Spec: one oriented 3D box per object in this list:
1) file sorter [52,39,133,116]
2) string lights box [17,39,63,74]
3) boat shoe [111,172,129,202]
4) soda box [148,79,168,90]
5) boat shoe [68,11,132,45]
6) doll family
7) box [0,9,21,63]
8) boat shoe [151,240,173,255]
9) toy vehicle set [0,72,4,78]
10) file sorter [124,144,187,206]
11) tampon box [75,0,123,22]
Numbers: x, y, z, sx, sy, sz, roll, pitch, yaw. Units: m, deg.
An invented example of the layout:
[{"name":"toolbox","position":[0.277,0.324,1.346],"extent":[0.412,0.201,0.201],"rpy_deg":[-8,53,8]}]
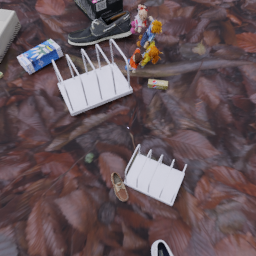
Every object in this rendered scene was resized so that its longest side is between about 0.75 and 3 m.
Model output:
[{"name":"file sorter","position":[-1.395,-2.021,10.737],"extent":[2.582,1.608,1.792],"rpy_deg":[-23,56,-11]},{"name":"string lights box","position":[-3.759,-3.080,12.035],"extent":[1.690,0.498,0.868],"rpy_deg":[-36,57,-19]},{"name":"boat shoe","position":[-0.296,1.915,9.188],"extent":[0.398,0.377,1.050],"rpy_deg":[-24,62,-14]},{"name":"soda box","position":[1.225,-1.782,11.470],"extent":[0.807,0.258,0.273],"rpy_deg":[7,59,5]},{"name":"boat shoe","position":[-1.290,-4.490,12.576],"extent":[3.000,1.014,1.077],"rpy_deg":[-15,47,-2]},{"name":"doll family","position":[0.790,-3.518,11.328],"extent":[1.243,1.712,2.759],"rpy_deg":[7,87,-14]},{"name":"box","position":[-5.852,-4.067,12.452],"extent":[1.095,0.912,2.666],"rpy_deg":[10,60,6]},{"name":"boat shoe","position":[1.088,4.126,7.701],"extent":[0.738,0.656,2.007],"rpy_deg":[-16,60,-10]},{"name":"toy vehicle set","position":[-5.863,-2.259,11.827],"extent":[1.020,0.135,0.634],"rpy_deg":[27,63,15]},{"name":"file sorter","position":[0.888,1.475,9.046],"extent":[1.747,1.088,1.212],"rpy_deg":[22,62,12]},{"name":"tampon box","position":[-1.450,-6.240,13.493],"extent":[1.611,1.357,2.150],"rpy_deg":[-30,64,-17]}]
